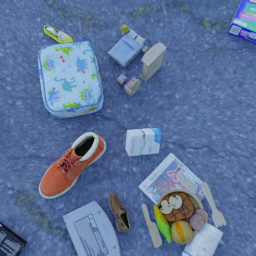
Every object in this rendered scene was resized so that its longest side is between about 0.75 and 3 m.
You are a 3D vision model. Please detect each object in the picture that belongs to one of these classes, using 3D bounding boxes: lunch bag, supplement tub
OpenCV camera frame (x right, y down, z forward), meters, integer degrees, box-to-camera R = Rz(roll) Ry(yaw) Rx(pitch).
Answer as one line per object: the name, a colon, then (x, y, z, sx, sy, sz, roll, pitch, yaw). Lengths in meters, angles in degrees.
lunch bag: (-2.212, -1.862, 10.780, 2.293, 1.176, 2.853, -12, 76, -4)
supplement tub: (2.511, 3.931, 9.455, 0.897, 0.897, 1.360, 31, 77, 7)

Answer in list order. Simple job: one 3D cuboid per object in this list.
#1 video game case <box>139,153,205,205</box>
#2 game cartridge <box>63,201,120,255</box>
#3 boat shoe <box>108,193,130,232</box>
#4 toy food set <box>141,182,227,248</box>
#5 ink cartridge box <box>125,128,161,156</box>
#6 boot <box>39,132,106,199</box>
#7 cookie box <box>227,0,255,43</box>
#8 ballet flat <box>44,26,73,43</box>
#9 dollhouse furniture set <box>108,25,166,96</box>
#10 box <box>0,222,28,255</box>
video game case: (1.688, 2.203, 10.240, 1.951, 0.224, 1.777, 44, 80, 10)
game cartridge: (-1.184, 3.770, 9.756, 1.450, 0.452, 2.178, -24, 77, -11)
boat shoe: (-0.249, 2.938, 9.840, 0.498, 0.470, 1.384, -16, 82, -42)
toy food set: (1.749, 2.945, 9.453, 2.588, 0.520, 1.787, -25, 74, 14)
ink cartridge box: (0.544, 0.500, 10.174, 1.172, 0.490, 0.850, -4, 120, -18)
boot: (-2.061, 1.264, 9.800, 1.114, 1.592, 2.970, 44, 81, 8)
cookie box: (5.349, -4.670, 11.720, 1.671, 0.734, 1.953, 24, 76, 7)
ballet flat: (-2.942, -3.895, 11.681, 1.327, 0.445, 0.443, 28, 77, 7)
dollhouse furniture set: (0.016, -2.876, 10.900, 2.235, 1.458, 2.110, 42, 79, 10)
box: (-4.322, 3.992, 9.626, 1.342, 0.529, 0.947, 34, 75, 8)
